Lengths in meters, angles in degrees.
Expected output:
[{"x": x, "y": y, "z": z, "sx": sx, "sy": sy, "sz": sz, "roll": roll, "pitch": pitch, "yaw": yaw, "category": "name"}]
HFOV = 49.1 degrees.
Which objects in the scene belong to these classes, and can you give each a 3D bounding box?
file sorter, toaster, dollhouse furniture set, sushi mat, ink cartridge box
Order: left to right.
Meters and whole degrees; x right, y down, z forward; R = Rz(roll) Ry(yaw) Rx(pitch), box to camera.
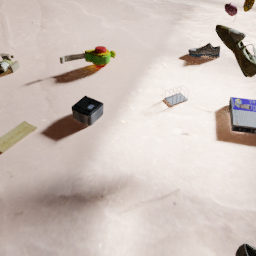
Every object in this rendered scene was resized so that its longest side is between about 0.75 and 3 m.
[{"x": -6.210, "y": -3.273, "z": 13.947, "sx": 1.326, "sy": 0.687, "sz": 0.587, "roll": 11, "pitch": 43, "yaw": 12, "category": "dollhouse furniture set"}, {"x": -4.289, "y": 0.305, "z": 10.554, "sx": 0.783, "sy": 0.099, "sz": 1.638, "roll": 27, "pitch": 50, "yaw": 25, "category": "sushi mat"}, {"x": -1.632, "y": -0.686, "z": 11.210, "sx": 0.989, "sy": 0.649, "sz": 1.094, "roll": 23, "pitch": 48, "yaw": 23, "category": "toaster"}, {"x": 2.108, "y": -1.433, "z": 12.086, "sx": 0.876, "sy": 0.545, "sz": 0.608, "roll": -20, "pitch": 47, "yaw": -20, "category": "file sorter"}, {"x": 5.042, "y": -0.489, "z": 11.166, "sx": 1.863, "sy": 0.404, "sz": 1.845, "roll": 7, "pitch": 44, "yaw": 10, "category": "ink cartridge box"}]

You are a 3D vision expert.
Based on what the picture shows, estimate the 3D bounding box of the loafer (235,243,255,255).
[{"x": 3.361, "y": 3.580, "z": 6.680, "sx": 0.631, "sy": 0.630, "sz": 1.805, "roll": -26, "pitch": 49, "yaw": -25, "category": "loafer"}]

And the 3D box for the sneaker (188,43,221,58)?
[{"x": 4.085, "y": -4.207, "z": 14.904, "sx": 1.717, "sy": 0.744, "sz": 0.643, "roll": 4, "pitch": 45, "yaw": 6, "category": "sneaker"}]

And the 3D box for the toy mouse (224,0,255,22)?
[{"x": 3.818, "y": -4.542, "z": 9.980, "sx": 1.284, "sy": 0.279, "sz": 1.444, "roll": 30, "pitch": 93, "yaw": 18, "category": "toy mouse"}]

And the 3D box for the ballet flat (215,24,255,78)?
[{"x": 3.946, "y": -2.863, "z": 9.822, "sx": 0.803, "sy": 0.803, "sz": 2.271, "roll": -26, "pitch": 83, "yaw": -25, "category": "ballet flat"}]

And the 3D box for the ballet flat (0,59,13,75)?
[{"x": -6.232, "y": -2.805, "z": 13.486, "sx": 1.693, "sy": 0.598, "sz": 0.598, "roll": -37, "pitch": 54, "yaw": -27, "category": "ballet flat"}]

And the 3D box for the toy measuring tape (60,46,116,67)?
[{"x": -1.839, "y": -3.424, "z": 13.776, "sx": 2.874, "sy": 1.057, "sz": 1.057, "roll": -15, "pitch": 45, "yaw": -24, "category": "toy measuring tape"}]
